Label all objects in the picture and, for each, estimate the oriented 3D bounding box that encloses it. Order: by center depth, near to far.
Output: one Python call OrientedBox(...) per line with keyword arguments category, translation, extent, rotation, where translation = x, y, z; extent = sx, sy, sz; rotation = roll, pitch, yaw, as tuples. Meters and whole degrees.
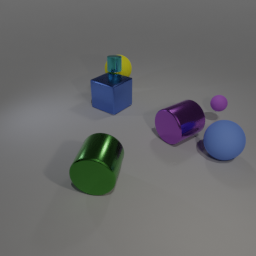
OrientedBox(category="cylinder", translation=(-0.919, 1.088, 8.635), extent=(1.400, 1.400, 1.400), rotation=(5, 32, 9))
OrientedBox(category="ball", translation=(3.348, 0.418, 9.752), extent=(1.400, 1.400, 1.400), rotation=(0, 32, 0))
OrientedBox(category="cylinder", translation=(1.996, -0.248, 10.811), extent=(1.400, 1.400, 1.400), rotation=(-22, 38, -32))
OrientedBox(category="ball", translation=(3.831, -1.043, 11.802), extent=(0.700, 0.700, 0.700), rotation=(0, 32, 0))
OrientedBox(category="cube", translation=(-0.754, -1.658, 13.118), extent=(1.400, 1.400, 1.400), rotation=(22, 38, 31))
OrientedBox(category="cylinder", translation=(-0.649, -3.082, 13.399), extent=(0.700, 0.700, 0.700), rotation=(0, 25, 0))
OrientedBox(category="ball", translation=(-0.507, -3.080, 14.528), extent=(1.400, 1.400, 1.400), rotation=(0, 32, 0))
